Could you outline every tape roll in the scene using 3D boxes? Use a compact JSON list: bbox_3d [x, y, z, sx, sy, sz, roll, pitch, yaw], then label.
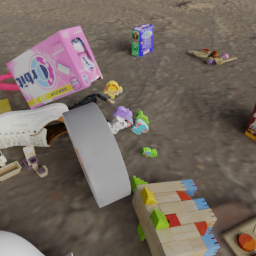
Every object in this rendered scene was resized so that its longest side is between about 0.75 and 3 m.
[{"bbox_3d":[-0.759,0.609,6.507,0.769,2.329,2.329,-21,44,-14],"label":"tape roll"}]

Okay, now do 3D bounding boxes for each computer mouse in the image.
[{"bbox_3d":[-1.007,-0.266,8.989,1.834,0.601,2.612,-36,40,-24],"label":"computer mouse"}]

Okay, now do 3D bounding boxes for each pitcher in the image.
[{"bbox_3d":[-2.136,2.784,4.986,1.889,1.145,1.621,16,49,2],"label":"pitcher"}]

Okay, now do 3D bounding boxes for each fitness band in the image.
[{"bbox_3d":[-4.577,-1.917,11.289,1.575,0.295,1.131,3,42,5],"label":"fitness band"}]

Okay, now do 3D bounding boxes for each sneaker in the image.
[{"bbox_3d":[-2.959,0.129,8.098,2.793,1.017,1.182,-21,48,-13],"label":"sneaker"}]

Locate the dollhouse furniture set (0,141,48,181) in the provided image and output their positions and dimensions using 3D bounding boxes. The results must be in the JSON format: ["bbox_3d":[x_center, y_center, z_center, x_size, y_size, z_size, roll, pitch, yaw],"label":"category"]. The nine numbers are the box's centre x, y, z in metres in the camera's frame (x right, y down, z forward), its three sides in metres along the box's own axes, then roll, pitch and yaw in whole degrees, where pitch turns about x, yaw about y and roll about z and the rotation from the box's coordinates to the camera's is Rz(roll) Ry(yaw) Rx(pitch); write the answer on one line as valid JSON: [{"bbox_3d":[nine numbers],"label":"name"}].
[{"bbox_3d":[-2.889,0.948,7.314,1.204,0.854,0.954,-27,46,-29],"label":"dollhouse furniture set"}]

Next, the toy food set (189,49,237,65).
[{"bbox_3d":[3.921,-3.270,12.933,1.284,0.318,2.019,-19,35,-22],"label":"toy food set"}]

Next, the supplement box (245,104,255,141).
[{"bbox_3d":[4.561,-0.381,8.437,1.508,1.488,1.002,-26,46,-28],"label":"supplement box"}]

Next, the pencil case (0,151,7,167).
[{"bbox_3d":[-4.335,0.972,7.304,2.119,0.824,0.948,-19,40,-22],"label":"pencil case"}]

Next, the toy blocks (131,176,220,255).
[{"bbox_3d":[1.122,1.990,6.038,1.573,1.150,2.301,-1,37,-20],"label":"toy blocks"}]

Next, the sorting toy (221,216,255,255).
[{"bbox_3d":[3.095,2.441,5.980,1.767,0.237,1.317,-17,42,-20],"label":"sorting toy"}]

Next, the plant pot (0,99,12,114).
[{"bbox_3d":[-4.096,-0.377,9.077,0.757,0.757,0.668,-23,54,-25],"label":"plant pot"}]

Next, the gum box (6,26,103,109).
[{"bbox_3d":[-1.932,-1.542,7.428,2.492,1.414,0.824,-13,19,37],"label":"gum box"}]

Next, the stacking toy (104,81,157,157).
[{"bbox_3d":[0.131,-0.221,7.983,0.489,2.081,1.569,-32,42,25],"label":"stacking toy"}]

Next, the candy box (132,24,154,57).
[{"bbox_3d":[0.690,-4.112,13.155,0.489,1.269,1.073,28,45,33],"label":"candy box"}]
